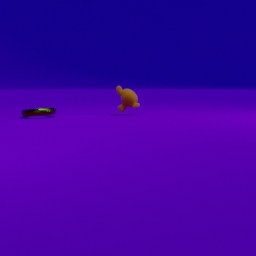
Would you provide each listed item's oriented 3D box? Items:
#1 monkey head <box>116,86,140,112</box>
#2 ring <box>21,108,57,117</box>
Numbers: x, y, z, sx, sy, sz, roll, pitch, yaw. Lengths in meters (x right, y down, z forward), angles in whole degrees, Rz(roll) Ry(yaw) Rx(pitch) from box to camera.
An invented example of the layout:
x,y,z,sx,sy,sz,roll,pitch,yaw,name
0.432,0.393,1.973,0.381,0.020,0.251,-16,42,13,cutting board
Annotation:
x,y,z,sx,sy,sz,roll,pitch,yaw,name
-0.063,-1.051,10.833,1.200,0.863,0.723,44,-5,17,monkey head
-3.246,-0.581,10.242,1.251,0.250,1.251,-4,4,0,ring
